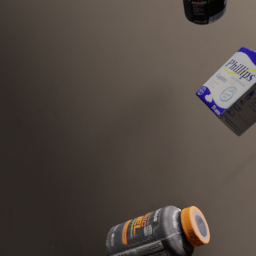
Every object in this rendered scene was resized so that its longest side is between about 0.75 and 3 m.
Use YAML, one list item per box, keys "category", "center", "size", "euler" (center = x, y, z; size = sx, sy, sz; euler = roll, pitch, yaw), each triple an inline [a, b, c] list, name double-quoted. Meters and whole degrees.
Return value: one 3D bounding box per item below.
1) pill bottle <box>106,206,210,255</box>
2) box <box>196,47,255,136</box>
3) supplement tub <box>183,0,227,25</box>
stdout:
- category: "pill bottle"
  center: [0.431, 1.589, 4.034]
  size: [1.410, 0.749, 0.749]
  euler: [-30, 71, 26]
- category: "box"
  center: [2.109, -0.718, 5.231]
  size: [0.682, 1.196, 1.300]
  euler: [37, 107, -24]
- category: "supplement tub"
  center: [1.223, -2.365, 4.531]
  size: [0.742, 1.211, 0.742]
  euler: [-8, 60, 14]
